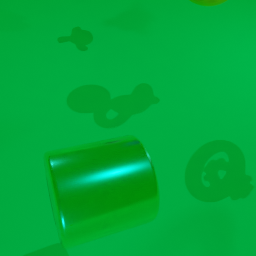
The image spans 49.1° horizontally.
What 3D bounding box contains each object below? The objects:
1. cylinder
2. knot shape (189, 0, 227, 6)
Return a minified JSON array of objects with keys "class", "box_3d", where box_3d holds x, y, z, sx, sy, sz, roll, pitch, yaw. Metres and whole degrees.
[{"class":"cylinder","box_3d":[-0.319,0.651,3.045,0.999,0.999,0.999,-11,52,-20]},{"class":"knot shape","box_3d":[1.717,-3.185,5.351,1.934,1.810,0.894,-29,67,-27]}]
